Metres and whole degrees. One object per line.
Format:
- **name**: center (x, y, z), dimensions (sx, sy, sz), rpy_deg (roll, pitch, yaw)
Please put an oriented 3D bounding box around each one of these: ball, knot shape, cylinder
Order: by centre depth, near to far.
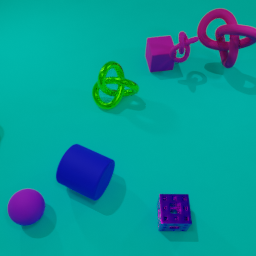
- **ball**: center (-2.552, 1.987, 7.060), dimensions (0.898, 0.898, 0.898), rpy_deg (0, 56, 0)
- **cylinder**: center (-1.116, 1.167, 7.503), dimensions (1.169, 1.169, 1.169), rpy_deg (23, 59, 14)
- **knot shape**: center (-0.545, -1.279, 9.183), dimensions (1.490, 1.593, 0.736), rpy_deg (-41, 34, 19)
- **knot shape**: center (3.411, -3.010, 9.323), dimensions (0.934, 2.021, 1.892), rpy_deg (-44, 23, -19)
- **knot shape**: center (1.912, -2.760, 9.347), dimensions (1.027, 1.097, 0.507), rpy_deg (-38, 66, -23)

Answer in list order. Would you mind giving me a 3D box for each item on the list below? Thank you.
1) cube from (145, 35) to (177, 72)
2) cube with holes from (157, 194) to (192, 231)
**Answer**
- **cube**: center (1.176, -2.691, 10.203), dimensions (0.892, 0.892, 0.892), rpy_deg (-8, 60, -7)
- **cube with holes**: center (1.150, 2.157, 7.118), dimensions (0.736, 0.736, 0.736), rpy_deg (0, 56, 0)
